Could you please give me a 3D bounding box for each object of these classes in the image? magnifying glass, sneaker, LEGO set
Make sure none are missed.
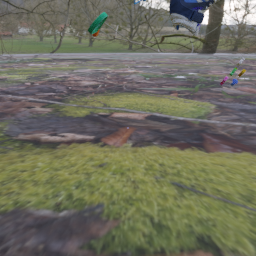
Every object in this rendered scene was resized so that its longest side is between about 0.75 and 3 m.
[{"bbox_3d":[-1.018,-3.300,9.212,0.770,0.217,1.935,-47,13,-2],"label":"magnifying glass"},{"bbox_3d":[2.800,-4.366,10.124,2.618,1.917,1.055,1,21,18],"label":"sneaker"},{"bbox_3d":[2.835,-1.421,7.269,0.338,0.887,0.364,40,2,8],"label":"LEGO set"}]

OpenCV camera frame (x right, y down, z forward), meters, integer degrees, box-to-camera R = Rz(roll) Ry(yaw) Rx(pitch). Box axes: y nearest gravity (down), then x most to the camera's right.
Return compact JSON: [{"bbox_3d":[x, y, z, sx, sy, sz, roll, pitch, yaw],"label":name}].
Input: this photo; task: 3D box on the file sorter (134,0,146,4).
[{"bbox_3d":[-0.025,-3.948,7.184,1.288,0.894,0.790,37,43,4],"label":"file sorter"}]
